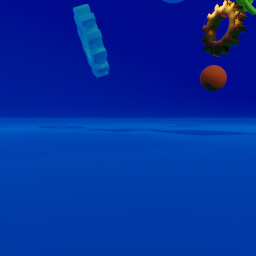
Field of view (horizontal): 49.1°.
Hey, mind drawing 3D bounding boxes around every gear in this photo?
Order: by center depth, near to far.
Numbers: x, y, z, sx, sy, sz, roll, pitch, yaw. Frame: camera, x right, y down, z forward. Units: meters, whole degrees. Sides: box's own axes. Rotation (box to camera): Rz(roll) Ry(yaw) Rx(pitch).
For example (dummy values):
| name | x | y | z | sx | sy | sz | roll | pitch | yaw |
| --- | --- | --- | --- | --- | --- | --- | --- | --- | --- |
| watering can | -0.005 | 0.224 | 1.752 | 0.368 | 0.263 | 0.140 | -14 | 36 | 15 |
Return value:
| name | x | y | z | sx | sy | sz | roll | pitch | yaw |
| --- | --- | --- | --- | --- | --- | --- | --- | --- | --- |
| gear | -1.097 | -2.548 | 8.329 | 0.379 | 2.048 | 2.048 | -20 | 6 | -9 |
| gear | 2.957 | -3.097 | 8.771 | 0.302 | 1.633 | 1.633 | 7 | -1 | -25 |

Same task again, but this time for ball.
| name | x | y | z | sx | sy | sz | roll | pitch | yaw |
| --- | --- | --- | --- | --- | --- | --- | --- | --- | --- |
| ball | 3.466 | -2.014 | 11.400 | 1.044 | 1.044 | 1.044 | 0 | 2 | 0 |

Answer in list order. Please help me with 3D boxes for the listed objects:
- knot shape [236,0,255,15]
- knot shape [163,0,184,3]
| name | x | y | z | sx | sy | sz | roll | pitch | yaw |
| --- | --- | --- | --- | --- | --- | --- | --- | --- | --- |
| knot shape | 3.909 | -4.279 | 9.336 | 0.513 | 1.039 | 1.111 | -13 | 23 | 1 |
| knot shape | 1.285 | -3.477 | 5.989 | 1.760 | 0.869 | 1.880 | -22 | -17 | 17 |
